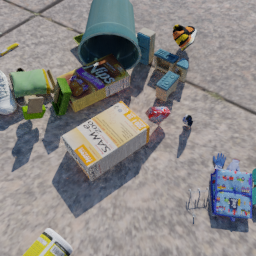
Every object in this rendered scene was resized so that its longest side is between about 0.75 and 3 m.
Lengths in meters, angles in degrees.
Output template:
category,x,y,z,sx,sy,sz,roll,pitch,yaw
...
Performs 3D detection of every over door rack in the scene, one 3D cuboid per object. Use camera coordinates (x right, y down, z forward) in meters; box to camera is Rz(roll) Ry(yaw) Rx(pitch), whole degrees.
category,x,y,z,sx,sy,sz,roll,pitch,yaw
over door rack,2.436,2.510,9.418,0.699,0.315,0.946,-4,67,-3

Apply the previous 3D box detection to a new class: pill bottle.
category,x,y,z,sx,sy,sz,roll,pitch,yaw
pill bottle,-2.536,3.887,7.863,1.052,1.052,1.871,30,58,21

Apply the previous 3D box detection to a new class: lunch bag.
category,x,y,z,sx,sy,sz,roll,pitch,yaw
lunch bag,3.453,2.299,9.395,1.212,0.757,1.610,7,65,2

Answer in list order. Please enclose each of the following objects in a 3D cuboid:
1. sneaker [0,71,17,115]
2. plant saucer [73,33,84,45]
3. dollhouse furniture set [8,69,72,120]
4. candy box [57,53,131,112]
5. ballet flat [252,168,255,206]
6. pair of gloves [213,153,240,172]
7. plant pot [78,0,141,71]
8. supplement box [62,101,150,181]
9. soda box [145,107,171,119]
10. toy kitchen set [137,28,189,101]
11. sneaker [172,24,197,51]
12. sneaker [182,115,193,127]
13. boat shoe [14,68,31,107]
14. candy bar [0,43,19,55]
category,x,y,z,sx,sy,sz,roll,pitch,yaw
sneaker,-5.483,-1.588,11.946,0.916,1.218,2.446,-22,57,-17
plant saucer,-1.782,-4.414,14.612,1.663,0.398,1.661,-27,57,-20
dollhouse furniture set,-3.747,-1.875,11.646,1.814,1.390,2.769,-9,54,-31
candy box,-1.500,-2.060,12.420,2.820,0.796,1.646,-28,61,-17
ballet flat,4.579,2.053,9.647,0.534,0.534,1.489,13,54,10
pair of gloves,3.633,1.368,10.378,1.057,0.120,0.850,21,54,14
plant pot,-0.792,-4.415,12.780,2.769,2.769,2.712,0,66,0
supplement box,-0.782,0.406,10.518,2.784,1.024,1.755,-33,59,-22
soda box,1.195,-0.590,11.041,1.099,0.385,0.348,-4,52,-46
toy kitchen set,1.176,-2.895,12.663,2.754,1.622,2.206,30,59,22
sneaker,2.675,-4.688,13.609,1.094,0.850,2.431,44,35,-18
sneaker,2.325,-0.296,11.120,0.381,0.989,0.375,27,81,23
boat shoe,-4.739,-1.837,12.500,0.748,0.620,2.083,-11,53,-8
candy bar,-6.177,-4.116,14.554,0.295,0.131,1.183,29,58,25
